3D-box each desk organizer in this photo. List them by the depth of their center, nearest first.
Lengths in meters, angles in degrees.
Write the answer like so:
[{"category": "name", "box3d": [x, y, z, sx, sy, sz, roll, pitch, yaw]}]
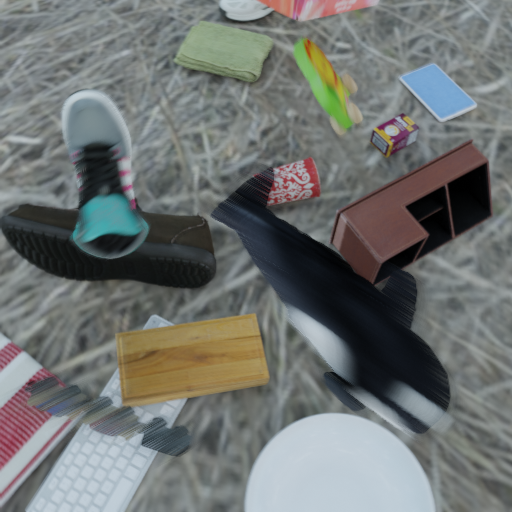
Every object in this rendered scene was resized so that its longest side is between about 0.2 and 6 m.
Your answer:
[{"category": "desk organizer", "box3d": [2.827, -0.729, 9.660, 2.957, 1.060, 1.138, -28, 65, -16]}]

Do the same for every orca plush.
[{"category": "orca plush", "box3d": [1.140, 0.365, 6.040, 1.211, 1.792, 3.406, -38, 81, 27]}]

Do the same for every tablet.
[{"category": "tablet", "box3d": [3.822, -3.463, 11.844, 0.967, 0.101, 1.486, -25, 61, -14]}]

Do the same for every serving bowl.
[{"category": "serving bowl", "box3d": [1.049, 3.351, 7.349, 2.377, 0.782, 2.377, 0, 58, 0]}]

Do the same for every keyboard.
[{"category": "keyboard", "box3d": [-2.052, 2.776, 8.028, 1.158, 0.219, 4.113, 23, 62, 13]}]

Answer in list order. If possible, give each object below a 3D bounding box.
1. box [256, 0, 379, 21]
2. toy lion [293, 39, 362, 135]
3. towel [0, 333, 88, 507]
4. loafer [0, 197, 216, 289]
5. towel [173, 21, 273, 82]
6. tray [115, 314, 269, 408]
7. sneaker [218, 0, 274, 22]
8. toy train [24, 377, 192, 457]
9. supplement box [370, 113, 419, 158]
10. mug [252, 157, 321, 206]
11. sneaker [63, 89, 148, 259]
[{"category": "box", "box3d": [0.965, -4.640, 8.473, 1.512, 1.395, 2.947, 35, 40, 16]}, {"category": "toy lion", "box3d": [1.144, -2.932, 9.381, 0.494, 1.379, 1.439, -32, 40, 31]}, {"category": "towel", "box3d": [-4.181, 2.215, 8.328, 2.789, 0.317, 2.009, 32, 62, 16]}, {"category": "loafer", "box3d": [-2.378, -0.322, 9.390, 3.551, 1.296, 1.267, 10, 55, -5]}, {"category": "towel", "box3d": [-0.707, -4.504, 12.326, 1.950, 0.356, 1.447, 14, 59, 10]}, {"category": "tray", "box3d": [-0.975, 1.566, 8.503, 2.164, 0.401, 1.067, -8, 62, -10]}, {"category": "sneaker", "box3d": [0.202, -6.236, 12.807, 2.255, 1.298, 0.851, -15, 60, -9]}, {"category": "toy train", "box3d": [-1.398, 1.536, 5.308, 1.634, 0.374, 0.279, 21, 51, -1]}, {"category": "supplement box", "box3d": [2.717, -2.370, 11.008, 0.789, 0.407, 0.516, -32, 64, -17]}, {"category": "mug", "box3d": [0.530, -1.313, 10.325, 1.116, 0.990, 0.744, -15, 96, -4]}, {"category": "sneaker", "box3d": [-1.991, -0.841, 7.280, 0.960, 2.296, 1.387, -12, 43, -11]}]
